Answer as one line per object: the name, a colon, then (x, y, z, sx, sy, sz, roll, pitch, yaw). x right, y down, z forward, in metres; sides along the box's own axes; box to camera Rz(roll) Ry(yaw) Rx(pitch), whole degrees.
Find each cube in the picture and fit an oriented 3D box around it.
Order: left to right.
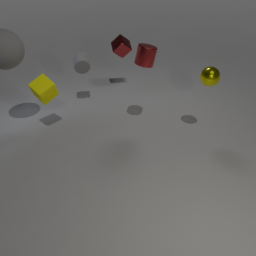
cube: (-3.118, -1.430, 10.382, 0.700, 0.700, 0.700, 40, 72, 19)
cube: (-0.330, -4.063, 13.930, 0.700, 0.700, 0.700, 21, 46, -43)

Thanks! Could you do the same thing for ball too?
ball: (-4.359, -2.752, 9.801, 1.400, 1.400, 1.400, 0, 31, 0)
ball: (2.881, -1.802, 9.823, 0.700, 0.700, 0.700, 0, 31, 0)

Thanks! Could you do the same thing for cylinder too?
cylinder: (-2.054, -2.892, 12.420, 0.700, 0.700, 0.700, -6, 47, -9)
cylinder: (0.638, -2.602, 10.045, 0.700, 0.700, 0.700, 10, 28, -6)
